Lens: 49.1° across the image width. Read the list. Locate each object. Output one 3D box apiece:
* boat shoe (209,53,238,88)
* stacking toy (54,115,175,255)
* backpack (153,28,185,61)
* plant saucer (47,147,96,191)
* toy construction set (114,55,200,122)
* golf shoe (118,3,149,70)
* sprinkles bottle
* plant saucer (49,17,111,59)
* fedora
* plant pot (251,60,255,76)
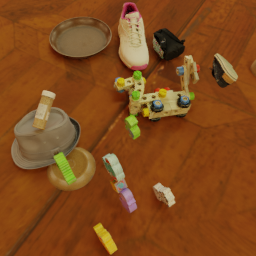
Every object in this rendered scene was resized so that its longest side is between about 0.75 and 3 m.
[{"bbox_3d":[2.523,-1.571,7.596,0.612,0.510,1.639,34,30,-14],"label":"boat shoe"},{"bbox_3d":[-0.184,1.316,6.609,2.075,2.752,0.647,-31,22,-20],"label":"stacking toy"},{"bbox_3d":[1.432,-3.163,10.604,1.040,0.789,1.246,-24,61,-19],"label":"backpack"},{"bbox_3d":[-1.651,1.089,8.043,1.413,0.250,1.413,0,56,0],"label":"plant saucer"},{"bbox_3d":[1.044,-1.221,9.081,2.865,1.320,1.878,-17,57,2],"label":"toy construction set"},{"bbox_3d":[0.143,-3.474,10.507,1.105,1.343,2.935,-8,58,-7],"label":"golf shoe"},{"bbox_3d":[-2.238,-0.473,7.445,0.345,0.345,1.011,15,84,10],"label":"sprinkles bottle"},{"bbox_3d":[-1.855,-3.527,11.103,2.418,0.388,2.418,0,55,0],"label":"plant saucer"},{"bbox_3d":[-2.486,0.117,8.134,2.159,0.975,1.909,-17,48,-9],"label":"fedora"},{"bbox_3d":[5.043,-2.297,10.101,0.978,0.657,0.978,0,56,-1],"label":"plant pot"}]
